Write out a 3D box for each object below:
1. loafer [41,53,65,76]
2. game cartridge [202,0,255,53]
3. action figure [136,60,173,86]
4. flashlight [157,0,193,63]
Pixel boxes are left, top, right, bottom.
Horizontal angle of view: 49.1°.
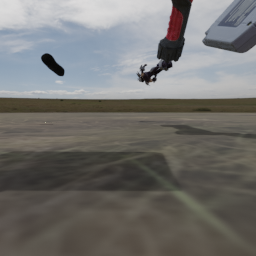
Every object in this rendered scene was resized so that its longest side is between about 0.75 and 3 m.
[{"bbox_3d":[-2.752,-2.259,10.249,0.422,1.156,0.412,-40,-14,-14],"label":"loafer"},{"bbox_3d":[2.904,-2.701,6.085,0.521,2.511,1.672,39,9,-29],"label":"game cartridge"},{"bbox_3d":[1.115,-2.477,12.384,1.724,0.598,1.122,-26,-32,30],"label":"action figure"},{"bbox_3d":[1.465,-3.486,8.869,0.997,2.946,1.001,24,49,14],"label":"flashlight"}]
